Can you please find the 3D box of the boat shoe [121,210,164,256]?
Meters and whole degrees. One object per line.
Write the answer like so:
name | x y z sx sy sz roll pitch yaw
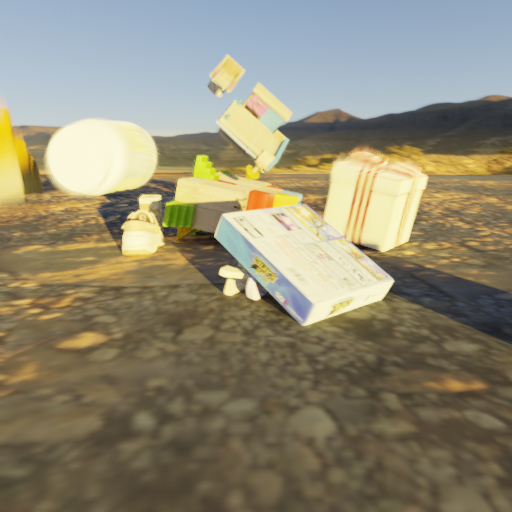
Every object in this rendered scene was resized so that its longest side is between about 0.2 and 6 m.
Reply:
boat shoe | -2.058 -0.489 10.226 0.733 0.688 1.989 -1 11 -8

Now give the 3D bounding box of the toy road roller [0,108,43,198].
toy road roller | -3.346 -1.301 7.100 0.902 1.071 1.468 -18 23 -26

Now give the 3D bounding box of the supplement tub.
supplement tub | -3.055 -1.992 11.293 1.456 1.456 2.008 3 12 14

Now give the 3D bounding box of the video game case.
video game case | 0.551 0.029 6.439 1.440 0.361 1.588 -12 46 -43

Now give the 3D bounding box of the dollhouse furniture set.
dollhouse furniture set | -0.542 -2.600 11.601 1.430 2.069 2.191 -41 17 38

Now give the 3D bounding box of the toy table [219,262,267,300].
toy table | -0.089 0.196 6.711 0.466 0.732 0.796 21 5 17

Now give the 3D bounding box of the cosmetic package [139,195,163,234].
cosmetic package | -2.224 -0.870 11.895 0.427 0.813 0.289 -1 22 5

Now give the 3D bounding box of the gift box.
gift box | 2.208 -1.111 10.493 1.509 1.527 1.636 20 22 25

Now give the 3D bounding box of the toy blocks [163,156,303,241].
toy blocks | -0.137 -0.977 11.352 2.300 1.682 3.365 14 14 10
